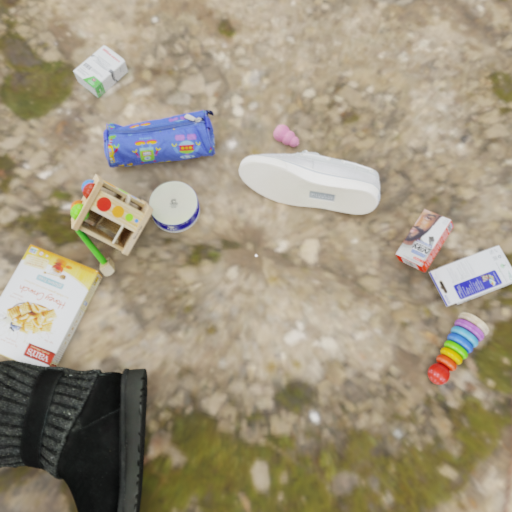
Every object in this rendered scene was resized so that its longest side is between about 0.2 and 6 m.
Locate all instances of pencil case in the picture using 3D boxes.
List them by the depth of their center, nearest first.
[{"bbox_3d":[-1.866,-2.278,10.899,2.210,0.960,0.862,-8,63,-5],"label":"pencil case"}]

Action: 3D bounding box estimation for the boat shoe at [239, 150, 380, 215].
[{"bbox_3d":[1.059,-1.577,10.778,2.712,0.976,0.929,9,52,8],"label":"boat shoe"}]

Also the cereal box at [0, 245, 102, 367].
[{"bbox_3d":[-3.883,0.949,10.094,1.440,0.396,2.001,20,71,6],"label":"cereal box"}]

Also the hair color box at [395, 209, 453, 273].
[{"bbox_3d":[3.114,-0.283,10.357,0.574,0.331,1.034,29,82,35],"label":"hair color box"}]

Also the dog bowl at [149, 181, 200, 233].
[{"bbox_3d":[-1.572,-0.946,10.799,0.944,0.372,0.944,0,70,0],"label":"dog bowl"}]

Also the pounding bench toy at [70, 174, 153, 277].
[{"bbox_3d":[-2.799,-0.529,10.055,1.196,0.953,1.534,28,94,-23],"label":"pounding bench toy"}]

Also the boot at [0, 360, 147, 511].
[{"bbox_3d":[-3.085,3.333,8.723,2.587,1.302,3.460,1,60,-7],"label":"boot"}]

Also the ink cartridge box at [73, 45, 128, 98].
[{"bbox_3d":[-3.273,-3.902,11.850,0.666,0.383,0.912,40,75,13],"label":"ink cartridge box"}]

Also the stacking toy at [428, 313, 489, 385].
[{"bbox_3d":[3.462,1.660,9.811,0.575,0.575,1.346,38,79,13],"label":"stacking toy"}]

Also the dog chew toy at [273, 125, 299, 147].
[{"bbox_3d":[0.624,-2.408,11.356,0.557,0.347,0.347,37,74,6],"label":"dog chew toy"}]

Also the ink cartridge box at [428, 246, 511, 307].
[{"bbox_3d":[3.972,0.401,10.363,1.501,0.294,0.746,-18,72,-8],"label":"ink cartridge box"}]
